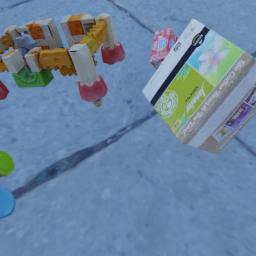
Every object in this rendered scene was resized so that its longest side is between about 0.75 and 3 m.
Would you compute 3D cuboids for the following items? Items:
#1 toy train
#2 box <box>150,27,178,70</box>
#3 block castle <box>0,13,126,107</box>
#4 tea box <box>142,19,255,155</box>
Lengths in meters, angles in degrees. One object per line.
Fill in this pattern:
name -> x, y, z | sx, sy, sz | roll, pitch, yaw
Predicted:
toy train -> -2.332, 0.726, 4.486 | 1.226, 0.897, 2.118 | -31, 45, 19
box -> 1.067, -2.252, 8.127 | 0.541, 0.565, 1.134 | -7, 61, 35
block castle -> -1.651, -1.369, 6.075 | 2.907, 1.364, 1.943 | 0, 42, 19
tea box -> 1.276, -0.663, 4.585 | 1.018, 1.524, 1.499 | 16, 28, -38
